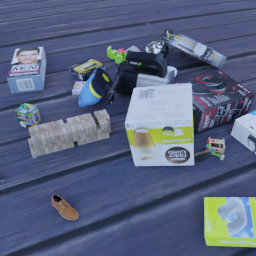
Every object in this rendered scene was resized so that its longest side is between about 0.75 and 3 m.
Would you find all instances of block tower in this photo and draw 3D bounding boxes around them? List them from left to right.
[{"bbox_3d":[-2.073,0.162,10.111,2.961,0.856,0.800,-16,43,-16],"label":"block tower"}]

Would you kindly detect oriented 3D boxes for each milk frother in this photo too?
[{"bbox_3d":[0.511,-1.670,11.563,2.314,2.220,2.460,13,70,16],"label":"milk frother"}]

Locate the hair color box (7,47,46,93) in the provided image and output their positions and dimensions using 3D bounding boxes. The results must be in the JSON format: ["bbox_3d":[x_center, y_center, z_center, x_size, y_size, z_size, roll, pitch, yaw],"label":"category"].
[{"bbox_3d":[-4.799,-2.867,13.531,1.432,0.877,2.894,-7,41,-7],"label":"hair color box"}]

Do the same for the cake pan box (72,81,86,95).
[{"bbox_3d":[-2.031,-1.815,12.824,0.904,0.237,0.833,4,44,4],"label":"cake pan box"}]

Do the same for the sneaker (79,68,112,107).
[{"bbox_3d":[-1.489,-1.774,12.195,1.135,0.955,2.896,-37,18,24],"label":"sneaker"}]

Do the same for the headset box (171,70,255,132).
[{"bbox_3d":[3.206,-1.136,11.395,2.854,1.071,2.121,-18,44,-19],"label":"headset box"}]

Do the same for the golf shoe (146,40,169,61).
[{"bbox_3d":[1.488,-3.963,14.872,1.197,0.985,2.534,0,33,15],"label":"golf shoe"}]

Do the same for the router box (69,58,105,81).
[{"bbox_3d":[-2.023,-2.940,13.994,1.425,0.372,1.120,-33,51,-32],"label":"router box"}]

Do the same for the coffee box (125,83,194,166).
[{"bbox_3d":[1.157,-0.079,9.306,1.978,1.959,1.981,-3,39,13],"label":"coffee box"}]

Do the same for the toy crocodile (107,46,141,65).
[{"bbox_3d":[0.091,-3.771,14.633,2.434,0.751,0.822,11,42,9],"label":"toy crocodile"}]

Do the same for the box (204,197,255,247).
[{"bbox_3d":[3.083,2.457,7.376,2.052,0.489,1.251,-5,38,18],"label":"box"}]

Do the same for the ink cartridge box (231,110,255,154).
[{"bbox_3d":[4.938,0.284,9.967,1.401,0.808,1.931,-21,45,-22],"label":"ink cartridge box"}]

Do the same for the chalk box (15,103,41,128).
[{"bbox_3d":[-3.861,-0.549,10.805,0.607,0.972,0.602,15,43,16],"label":"chalk box"}]

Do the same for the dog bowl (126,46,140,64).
[{"bbox_3d":[0.262,-3.262,12.708,0.259,0.884,0.884,-35,52,-23],"label":"dog bowl"}]

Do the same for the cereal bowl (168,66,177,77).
[{"bbox_3d":[1.920,-2.631,13.643,0.915,0.381,0.915,1,41,0],"label":"cereal bowl"}]

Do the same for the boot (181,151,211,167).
[{"bbox_3d":[2.263,0.938,9.558,1.164,0.428,0.439,-14,37,-11],"label":"boot"}]

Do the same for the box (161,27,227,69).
[{"bbox_3d":[3.340,-4.063,14.241,2.199,0.671,2.776,2,31,-49],"label":"box"}]

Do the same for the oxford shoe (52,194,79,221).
[{"bbox_3d":[-1.840,2.275,8.043,1.049,0.374,0.374,28,47,26],"label":"oxford shoe"}]

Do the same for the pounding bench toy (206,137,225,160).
[{"bbox_3d":[3.010,0.754,9.701,0.586,0.467,0.751,6,42,7],"label":"pounding bench toy"}]
